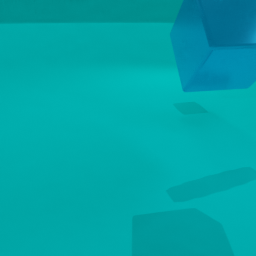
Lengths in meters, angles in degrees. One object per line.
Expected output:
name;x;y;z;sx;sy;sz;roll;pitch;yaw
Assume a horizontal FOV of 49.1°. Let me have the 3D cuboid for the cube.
cube;1.333;-1.251;3.929;1.088;1.088;1.088;-5;-21;-10
